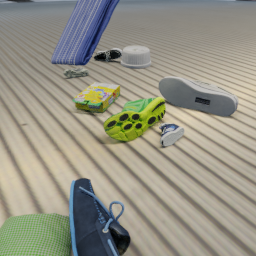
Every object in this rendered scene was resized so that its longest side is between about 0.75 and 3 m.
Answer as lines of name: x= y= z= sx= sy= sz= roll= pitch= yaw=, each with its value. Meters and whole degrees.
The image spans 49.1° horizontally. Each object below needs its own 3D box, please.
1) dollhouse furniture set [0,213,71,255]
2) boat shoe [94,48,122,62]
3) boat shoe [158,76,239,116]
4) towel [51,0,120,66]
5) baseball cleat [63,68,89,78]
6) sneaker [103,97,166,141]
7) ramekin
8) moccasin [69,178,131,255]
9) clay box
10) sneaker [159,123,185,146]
dollhouse furniture set: x=-2.267 y=1.774 z=4.364 sx=2.680 sy=1.345 sz=1.755 roll=-3 pitch=30 yaw=-5
boat shoe: x=-1.052 y=-3.795 z=14.620 sx=1.611 sy=0.595 sz=0.550 roll=6 pitch=37 yaw=24
boat shoe: x=2.488 y=-1.237 z=9.917 sx=2.817 sy=1.014 sz=0.926 roll=17 pitch=31 yaw=25
towel: x=-1.035 y=-2.309 z=6.489 sx=0.319 sy=1.937 sz=2.676 roll=26 pitch=-1 yaw=-30
baseball cleat: x=-2.401 y=-2.528 z=12.781 sx=1.182 sy=0.412 sz=0.629 roll=-3 pitch=23 yaw=-25
sneaker: x=0.157 y=-0.297 z=8.599 sx=1.026 sy=0.910 sz=2.456 roll=8 pitch=25 yaw=45
ramekin: x=0.407 y=-3.635 z=14.187 sx=1.548 sy=0.813 sz=1.548 roll=0 pitch=30 yaw=0
moccasin: x=-0.372 y=1.950 z=4.543 sx=0.930 sy=1.097 sz=2.727 roll=-13 pitch=46 yaw=-8
clay box: x=-1.122 y=-1.108 z=10.195 sx=1.100 sy=0.456 sz=1.915 roll=10 pitch=32 yaw=17
sneaker: x=1.085 y=0.158 z=8.153 sx=0.989 sy=0.398 sz=0.724 roll=-28 pitch=32 yaw=-33
